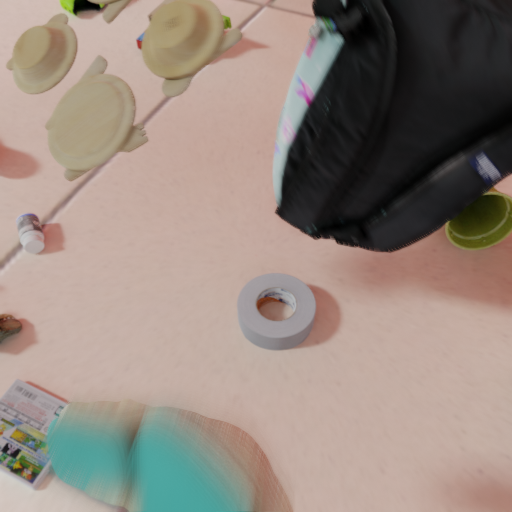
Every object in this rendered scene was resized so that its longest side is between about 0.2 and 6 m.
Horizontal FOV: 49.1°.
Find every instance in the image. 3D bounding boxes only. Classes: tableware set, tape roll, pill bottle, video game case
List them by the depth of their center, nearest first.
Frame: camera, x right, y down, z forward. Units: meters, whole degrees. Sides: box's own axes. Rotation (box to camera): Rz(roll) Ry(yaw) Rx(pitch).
[{"bbox_3d":[-1.646,-2.369,6.222,2.458,0.341,2.943,-40,64,8],"label":"tableware set"},{"bbox_3d":[-2.876,2.194,6.988,1.137,0.125,1.036,21,53,15],"label":"video game case"},{"bbox_3d":[0.284,0.786,7.997,1.114,0.368,1.114,0,49,0],"label":"tape roll"},{"bbox_3d":[-3.604,-0.361,8.956,0.362,0.362,0.636,-19,54,-15],"label":"pill bottle"}]

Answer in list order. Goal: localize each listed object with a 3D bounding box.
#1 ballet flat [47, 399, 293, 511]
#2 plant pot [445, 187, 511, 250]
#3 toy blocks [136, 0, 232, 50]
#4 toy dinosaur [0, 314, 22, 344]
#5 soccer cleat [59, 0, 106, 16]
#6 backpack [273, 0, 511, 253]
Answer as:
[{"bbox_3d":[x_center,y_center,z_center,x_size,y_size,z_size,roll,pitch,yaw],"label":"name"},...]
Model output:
[{"bbox_3d":[-0.442,1.151,3.204,0.733,0.793,2.351,-5,3,-41],"label":"ballet flat"},{"bbox_3d":[3.462,-0.835,8.993,1.111,1.111,1.021,-1,40,-1],"label":"plant pot"},{"bbox_3d":[-1.753,-4.972,12.526,2.051,1.025,1.402,28,67,22],"label":"toy blocks"},{"bbox_3d":[-5.038,0.990,7.623,3.327,0.790,1.466,-17,59,-10],"label":"toy dinosaur"},{"bbox_3d":[-3.863,-6.567,13.964,2.102,0.710,0.852,-34,66,-18],"label":"soccer cleat"},{"bbox_3d":[1.497,-1.556,6.286,2.680,3.211,2.033,23,46,-7],"label":"backpack"}]
